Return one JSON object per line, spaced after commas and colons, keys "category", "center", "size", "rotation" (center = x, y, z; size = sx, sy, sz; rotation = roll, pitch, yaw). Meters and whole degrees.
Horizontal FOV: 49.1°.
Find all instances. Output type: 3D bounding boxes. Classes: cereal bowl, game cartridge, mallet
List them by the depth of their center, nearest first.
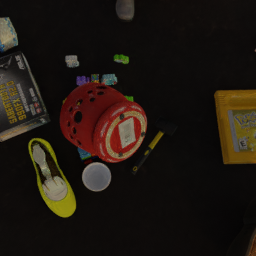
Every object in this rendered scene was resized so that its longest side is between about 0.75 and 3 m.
{"category": "cereal bowl", "center": [-0.956, 1.524, 8.672], "size": [0.880, 0.366, 0.880], "rotation": [0, 72, 0]}
{"category": "mallet", "center": [0.681, 0.512, 9.037], "size": [0.703, 0.439, 2.134], "rotation": [42, 80, 12]}
{"category": "game cartridge", "center": [4.105, -0.088, 9.206], "size": [2.206, 0.406, 2.503], "rotation": [-2, 72, -1]}

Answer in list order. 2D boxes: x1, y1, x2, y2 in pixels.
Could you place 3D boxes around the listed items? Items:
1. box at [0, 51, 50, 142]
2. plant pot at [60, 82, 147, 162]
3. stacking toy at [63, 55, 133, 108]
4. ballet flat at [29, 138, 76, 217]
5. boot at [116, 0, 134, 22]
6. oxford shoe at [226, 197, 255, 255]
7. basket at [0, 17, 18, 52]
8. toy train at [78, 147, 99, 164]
{"category": "box", "center": [-4.089, -1.043, 9.395], "size": [2.118, 0.646, 2.674], "rotation": [-23, 72, -8]}
{"category": "plant pot", "center": [-0.489, -0.087, 5.976], "size": [1.513, 1.513, 1.378], "rotation": [-46, 45, -14]}
{"category": "stacking toy", "center": [-1.059, -1.619, 9.700], "size": [2.362, 0.555, 1.781], "rotation": [-3, 73, -3]}
{"category": "ballet flat", "center": [-2.375, 1.436, 8.421], "size": [0.877, 0.880, 2.626], "rotation": [-24, 73, -12]}
{"category": "boot", "center": [-0.108, -5.206, 10.403], "size": [0.761, 1.435, 2.180], "rotation": [-2, 71, -2]}
{"category": "oxford shoe", "center": [3.543, 3.306, 7.786], "size": [0.991, 0.992, 2.781], "rotation": [35, 74, 2]}
{"category": "basket", "center": [-4.728, -3.267, 9.945], "size": [1.395, 0.970, 1.230], "rotation": [-18, 70, -25]}
{"category": "toy train", "center": [-0.825, 0.589, 8.728], "size": [1.485, 0.859, 0.629], "rotation": [-18, 73, -6]}
